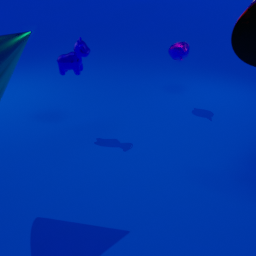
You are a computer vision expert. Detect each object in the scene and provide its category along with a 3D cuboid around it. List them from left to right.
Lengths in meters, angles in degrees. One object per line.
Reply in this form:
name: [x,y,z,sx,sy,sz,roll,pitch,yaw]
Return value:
cone: [-1.952,-0.928,3.952,1.448,1.443,1.443,-39,37,-6]
cow figurine: [-1.352,-1.747,6.860,0.895,0.880,0.491,0,35,9]
teapot: [1.596,-2.327,8.601,0.664,0.523,1.068,-13,-1,-7]
cone: [2.689,-2.221,4.931,1.661,1.661,1.667,5,61,10]
